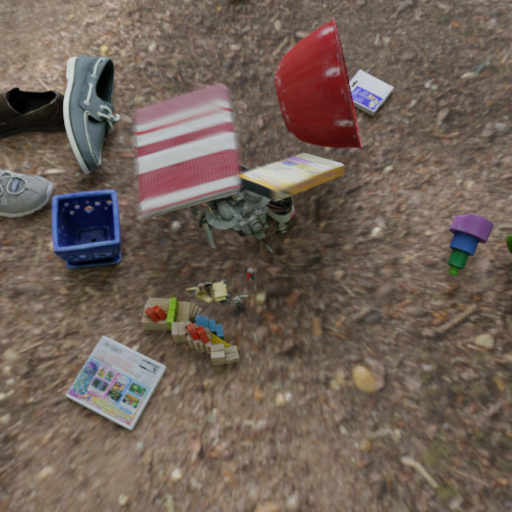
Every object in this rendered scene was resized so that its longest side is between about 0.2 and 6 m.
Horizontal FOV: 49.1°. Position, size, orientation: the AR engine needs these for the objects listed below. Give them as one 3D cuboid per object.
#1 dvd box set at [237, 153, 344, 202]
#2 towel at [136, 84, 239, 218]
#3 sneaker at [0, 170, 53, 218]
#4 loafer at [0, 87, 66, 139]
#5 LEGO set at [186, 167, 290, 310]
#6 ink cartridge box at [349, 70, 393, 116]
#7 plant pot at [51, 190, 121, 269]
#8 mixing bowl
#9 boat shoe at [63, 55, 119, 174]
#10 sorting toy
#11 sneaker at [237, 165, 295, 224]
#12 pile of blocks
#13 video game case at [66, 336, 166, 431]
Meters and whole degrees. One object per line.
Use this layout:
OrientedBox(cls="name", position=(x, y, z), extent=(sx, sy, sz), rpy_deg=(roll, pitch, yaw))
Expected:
OrientedBox(cls="dvd box set", position=(0.601, -1.404, 9.806), extent=(1.533, 0.225, 1.122), rpy_deg=(-24, 31, -28))
OrientedBox(cls="towel", position=(-1.372, -2.082, 10.960), extent=(1.964, 0.310, 2.726), rpy_deg=(-15, 59, 10))
OrientedBox(cls="sneaker", position=(-5.533, -1.421, 11.664), extent=(2.466, 1.011, 0.922), rpy_deg=(1, 64, 0))
OrientedBox(cls="loafer", position=(-5.549, -3.360, 12.606), extent=(2.840, 1.013, 1.036), rpy_deg=(-8, 64, -4))
OrientedBox(cls="LEGO set", position=(-0.361, -0.534, 10.410), extent=(1.943, 0.848, 2.992), rpy_deg=(-4, 65, 6))
OrientedBox(cls="ink cartridge box", position=(2.619, -3.877, 13.307), extent=(0.953, 0.207, 0.944), rpy_deg=(34, 68, 13))
OrientedBox(cls="plant pot", position=(-3.290, -0.450, 11.098), extent=(1.254, 1.128, 1.254), rpy_deg=(-7, 64, -10))
OrientedBox(cls="mixing bowl", position=(1.190, -3.234, 11.200), extent=(1.383, 2.554, 2.554), rpy_deg=(-12, 63, 13))
OrientedBox(cls="boat shoe", position=(-3.603, -3.270, 12.487), extent=(1.007, 1.187, 3.260), rpy_deg=(-11, 59, -1))
OrientedBox(cls="sorting toy", position=(5.616, 0.579, 10.769), extent=(4.211, 1.460, 1.450), rpy_deg=(22, 89, 8))
OrientedBox(cls="sneaker", position=(0.154, -1.473, 11.848), extent=(1.712, 0.739, 0.688), rpy_deg=(34, 67, 16))
OrientedBox(cls="pile of blocks", position=(-1.210, 1.289, 10.541), extent=(2.154, 0.670, 0.884), rpy_deg=(25, 67, 11))
OrientedBox(cls="video game case", position=(-2.568, 2.320, 10.324), extent=(1.397, 0.165, 1.272), rpy_deg=(24, 67, 10))
